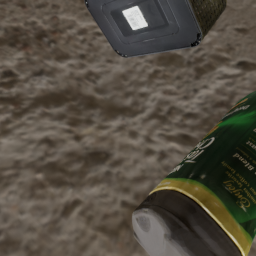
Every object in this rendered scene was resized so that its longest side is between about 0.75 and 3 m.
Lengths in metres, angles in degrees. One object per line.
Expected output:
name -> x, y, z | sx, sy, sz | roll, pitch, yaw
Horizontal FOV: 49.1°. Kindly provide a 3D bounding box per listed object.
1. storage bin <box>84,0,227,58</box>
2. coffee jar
storage bin -> 0.409, -2.155, 4.863 | 2.093, 1.415, 0.981 | 6, 51, 47
coffee jar -> 1.197, 0.620, 3.404 | 2.512, 1.310, 1.072 | -41, 86, -25
